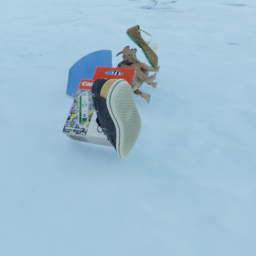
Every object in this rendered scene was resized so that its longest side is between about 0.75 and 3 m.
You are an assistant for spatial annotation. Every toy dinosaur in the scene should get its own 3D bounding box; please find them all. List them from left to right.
[{"bbox_3d":[0.118,-1.912,10.426,1.884,1.193,2.780,16,38,8],"label":"toy dinosaur"}]

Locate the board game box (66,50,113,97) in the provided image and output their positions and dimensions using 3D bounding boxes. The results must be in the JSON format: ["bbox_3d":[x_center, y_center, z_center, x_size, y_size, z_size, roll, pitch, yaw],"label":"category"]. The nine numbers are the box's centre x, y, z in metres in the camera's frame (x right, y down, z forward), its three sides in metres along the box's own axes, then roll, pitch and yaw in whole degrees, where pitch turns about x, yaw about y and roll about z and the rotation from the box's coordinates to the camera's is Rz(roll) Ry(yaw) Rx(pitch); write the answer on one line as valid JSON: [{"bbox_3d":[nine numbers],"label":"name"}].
[{"bbox_3d":[-1.409,-2.023,11.028,1.982,0.488,2.508,-18,48,16],"label":"board game box"}]

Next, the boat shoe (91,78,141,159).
[{"bbox_3d":[-0.264,-0.194,6.707,0.807,2.592,0.967,23,60,26],"label":"boat shoe"}]

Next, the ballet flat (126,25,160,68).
[{"bbox_3d":[0.761,-3.312,11.204,0.773,0.724,2.136,-36,73,9],"label":"ballet flat"}]

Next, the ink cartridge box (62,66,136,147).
[{"bbox_3d":[-0.771,-0.853,8.187,1.443,0.667,2.648,8,68,19],"label":"ink cartridge box"}]
